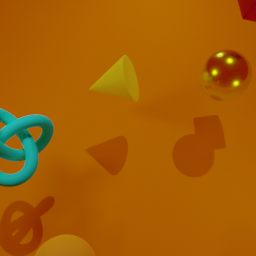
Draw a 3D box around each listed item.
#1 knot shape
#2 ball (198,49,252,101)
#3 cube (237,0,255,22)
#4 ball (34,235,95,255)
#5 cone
[{"bbox_3d":[-2.348,0.418,5.741,0.767,1.661,1.554,-4,73,47],"label":"knot shape"},{"bbox_3d":[2.334,-1.275,6.794,1.245,1.245,1.245,0,63,0],"label":"ball"},{"bbox_3d":[3.101,-2.978,6.353,0.807,0.807,0.807,6,63,-14],"label":"cube"},{"bbox_3d":[-0.904,2.012,3.975,0.935,0.935,0.935,0,63,0],"label":"ball"},{"bbox_3d":[-0.460,-1.100,7.023,1.163,1.159,1.159,-11,62,17],"label":"cone"}]
